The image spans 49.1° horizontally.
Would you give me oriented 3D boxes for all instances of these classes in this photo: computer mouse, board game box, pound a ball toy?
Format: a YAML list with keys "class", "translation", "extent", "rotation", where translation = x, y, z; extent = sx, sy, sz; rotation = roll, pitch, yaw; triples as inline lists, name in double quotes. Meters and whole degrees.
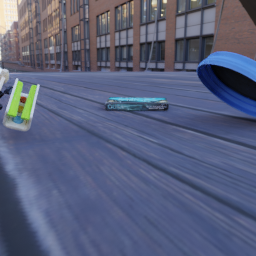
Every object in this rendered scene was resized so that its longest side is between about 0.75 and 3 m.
- class: "computer mouse"
  translation: [-3.517, -0.702, 7.091]
  extent: [1.466, 0.481, 2.088]
  rotation: [-36, 10, -3]
- class: "board game box"
  translation: [0.327, -0.882, 10.069]
  extent: [2.157, 0.304, 1.459]
  rotation: [0, 13, 2]
- class: "pound a ball toy"
  translation: [-2.485, -0.603, 6.136]
  extent: [0.879, 0.572, 1.348]
  rotation: [14, 41, -21]

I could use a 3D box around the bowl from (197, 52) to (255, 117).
- class: "bowl"
  translation: [3.039, -1.127, 7.513]
  extent: [2.513, 0.493, 2.513]
  rotation: [35, -3, 2]
